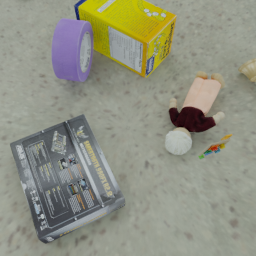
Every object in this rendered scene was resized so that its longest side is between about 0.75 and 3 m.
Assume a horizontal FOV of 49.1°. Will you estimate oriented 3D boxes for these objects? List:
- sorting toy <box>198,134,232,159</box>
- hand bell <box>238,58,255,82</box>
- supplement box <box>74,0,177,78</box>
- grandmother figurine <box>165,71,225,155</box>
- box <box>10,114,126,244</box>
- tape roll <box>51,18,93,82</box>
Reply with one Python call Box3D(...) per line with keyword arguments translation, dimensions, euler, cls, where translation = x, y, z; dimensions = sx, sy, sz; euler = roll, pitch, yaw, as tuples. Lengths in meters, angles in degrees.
Box3D(translation=(1.697, 0.399, 5.429), dimensions=(0.530, 0.941, 0.128), euler=(-15, 66, -20), cls="sorting toy")
Box3D(translation=(4.173, -1.343, 8.796), dimensions=(0.812, 0.812, 1.559), euler=(-15, 72, -8), cls="hand bell")
Box3D(translation=(-0.098, -3.251, 9.266), dimensions=(2.892, 1.574, 1.583), euler=(33, 65, 17), cls="supplement box")
Box3D(translation=(1.929, -0.416, 8.133), dimensions=(1.692, 0.845, 2.790), euler=(12, 59, 41), cls="grandmother figurine")
Box3D(translation=(-1.597, 1.178, 7.243), dimensions=(2.155, 0.658, 2.721), euler=(-23, 63, -13), cls="box")
Box3D(translation=(-1.658, -2.375, 8.630), dimensions=(0.771, 1.815, 1.815), euler=(8, 60, 5), cls="tape roll")
